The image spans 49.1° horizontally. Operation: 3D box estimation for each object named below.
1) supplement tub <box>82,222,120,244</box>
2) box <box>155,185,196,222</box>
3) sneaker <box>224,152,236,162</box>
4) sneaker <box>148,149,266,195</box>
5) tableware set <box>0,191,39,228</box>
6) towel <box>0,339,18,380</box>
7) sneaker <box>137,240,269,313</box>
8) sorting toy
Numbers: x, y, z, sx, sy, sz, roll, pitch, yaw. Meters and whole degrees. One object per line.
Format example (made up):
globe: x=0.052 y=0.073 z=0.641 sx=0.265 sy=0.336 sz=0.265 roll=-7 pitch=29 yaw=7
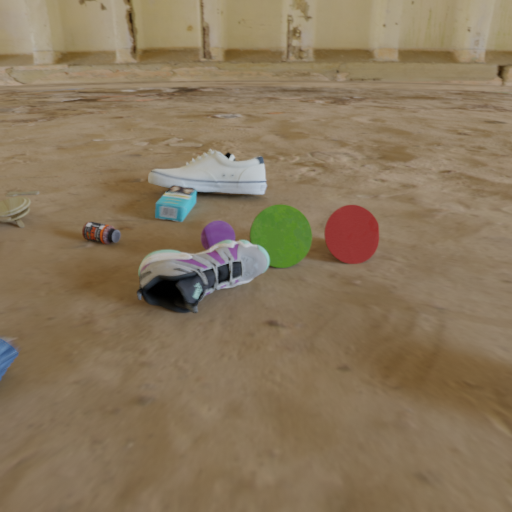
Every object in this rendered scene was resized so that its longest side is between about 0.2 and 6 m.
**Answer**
supplement tub: x=-3.178 y=-0.463 z=11.550 sx=0.760 sy=0.406 sz=0.406 roll=10 pitch=24 yaw=25
box: x=-1.905 y=-1.277 z=13.468 sx=0.650 sy=0.388 sz=1.579 roll=9 pitch=23 yaw=2
sneaker: x=-1.536 y=-2.447 z=15.847 sx=2.164 sy=0.866 sz=0.798 roll=-13 pitch=27 yaw=-26
sneaker: x=-1.258 y=-2.216 z=14.661 sx=3.110 sy=1.101 sz=1.136 roll=3 pitch=6 yaw=3
tableware set: x=-6.100 y=-0.986 z=12.877 sx=2.039 sy=0.409 sz=1.348 roll=-1 pitch=33 yaw=14
towel: x=-3.979 y=1.478 z=6.050 sx=1.444 sy=0.628 sz=2.587 roll=21 pitch=25 yaw=6
sneaker: x=-0.822 y=0.441 z=8.914 sx=2.183 sy=0.849 sz=1.527 roll=-10 pitch=24 yaw=0
sorting toy: x=0.598 y=-0.359 z=10.880 sx=3.381 sy=1.172 sz=1.165 roll=-2 pitch=-1 yaw=-10
